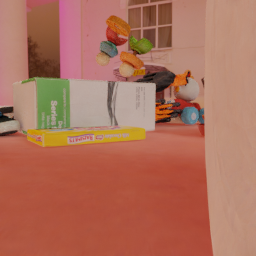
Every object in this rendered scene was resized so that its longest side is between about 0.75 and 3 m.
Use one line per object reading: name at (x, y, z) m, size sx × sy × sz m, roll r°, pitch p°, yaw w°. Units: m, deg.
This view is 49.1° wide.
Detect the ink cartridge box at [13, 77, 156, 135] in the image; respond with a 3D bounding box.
ink cartridge box at (-1.029, -0.489, 6.628) m, size 2.833 × 1.191 × 2.068 m, roll -3°, pitch 5°, yaw -32°

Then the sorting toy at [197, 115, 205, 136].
sorting toy at (2.337, -0.269, 6.093) m, size 1.240 × 0.847 × 2.064 m, roll 3°, pitch 5°, yaw 35°

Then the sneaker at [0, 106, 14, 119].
sneaker at (-2.929, -0.468, 8.933) m, size 2.131 × 0.804 × 1.226 m, roll -1°, pitch 6°, yaw 14°

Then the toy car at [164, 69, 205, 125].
toy car at (1.892, -1.094, 9.748) m, size 1.674 × 1.893 × 1.745 m, roll 0°, pitch 3°, yaw -39°

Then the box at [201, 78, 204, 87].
box at (3.132, -1.694, 10.211) m, size 0.462 × 0.617 × 1.232 m, roll -16°, pitch 12°, yaw 39°

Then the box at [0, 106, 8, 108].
box at (-3.963, -0.465, 9.950) m, size 1.256 × 0.637 × 0.707 m, roll 0°, pitch 3°, yaw 6°

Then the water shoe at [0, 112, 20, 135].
water shoe at (-3.314, -0.300, 6.164) m, size 2.271 × 0.896 × 0.812 m, roll 2°, pitch 5°, yaw 29°

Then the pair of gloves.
pair of gloves at (0.887, -1.049, 9.258) m, size 2.114 × 2.373 × 0.293 m, roll -3°, pitch -39°, yaw 30°

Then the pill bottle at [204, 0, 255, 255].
pill bottle at (1.672, -0.290, 0.375) m, size 2.942 × 1.759 × 1.759 m, roll 0°, pitch 4°, yaw 11°

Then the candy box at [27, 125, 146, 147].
candy box at (-0.724, 0.115, 5.047) m, size 1.901 × 0.251 × 0.972 m, roll -3°, pitch 8°, yaw -33°

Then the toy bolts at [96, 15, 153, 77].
toy bolts at (-0.527, -2.995, 10.521) m, size 2.055 × 1.492 × 2.151 m, roll 30°, pitch 0°, yaw -42°
